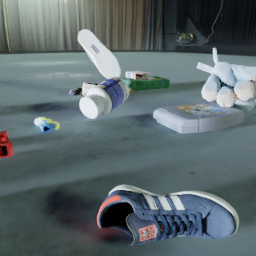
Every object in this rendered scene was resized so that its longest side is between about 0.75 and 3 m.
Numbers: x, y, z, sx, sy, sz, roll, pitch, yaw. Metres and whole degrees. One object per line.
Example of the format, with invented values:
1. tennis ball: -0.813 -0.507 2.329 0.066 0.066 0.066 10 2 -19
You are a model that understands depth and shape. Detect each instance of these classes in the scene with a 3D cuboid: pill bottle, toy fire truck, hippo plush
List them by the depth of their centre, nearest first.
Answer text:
1. toy fire truck: -3.367 0.372 6.705 1.403 0.342 0.989 0 19 0
2. pill bottle: -0.757 -0.948 8.875 0.935 0.935 1.562 12 35 31
3. hippo plush: 3.403 -1.211 9.645 1.791 1.808 2.249 -44 50 -7

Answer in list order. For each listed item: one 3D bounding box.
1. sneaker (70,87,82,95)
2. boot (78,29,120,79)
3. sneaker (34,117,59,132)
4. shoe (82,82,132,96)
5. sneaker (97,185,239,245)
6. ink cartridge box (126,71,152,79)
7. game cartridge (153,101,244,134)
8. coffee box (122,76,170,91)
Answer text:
1. sneaker: -2.292 -1.617 12.774 0.341 0.295 0.780 27 30 20
2. boot: -1.171 -3.138 12.296 0.919 2.526 1.141 -35 0 3
3. sneaker: -2.443 -0.094 8.102 0.862 0.326 0.453 9 21 21
4. shoe: -0.928 -1.747 12.517 2.247 0.600 0.786 -1 19 -2
5. sneaker: 0.441 1.245 3.687 1.866 0.700 0.789 -2 15 27
6. ink cartridge box: 0.536 -2.627 13.981 0.727 0.336 1.334 -12 21 -33
7. game cartridge: 2.279 -0.371 8.742 2.508 0.521 1.670 -10 17 -27
8. coffee box: 0.833 -2.280 14.267 2.190 0.482 1.347 -8 20 -24
